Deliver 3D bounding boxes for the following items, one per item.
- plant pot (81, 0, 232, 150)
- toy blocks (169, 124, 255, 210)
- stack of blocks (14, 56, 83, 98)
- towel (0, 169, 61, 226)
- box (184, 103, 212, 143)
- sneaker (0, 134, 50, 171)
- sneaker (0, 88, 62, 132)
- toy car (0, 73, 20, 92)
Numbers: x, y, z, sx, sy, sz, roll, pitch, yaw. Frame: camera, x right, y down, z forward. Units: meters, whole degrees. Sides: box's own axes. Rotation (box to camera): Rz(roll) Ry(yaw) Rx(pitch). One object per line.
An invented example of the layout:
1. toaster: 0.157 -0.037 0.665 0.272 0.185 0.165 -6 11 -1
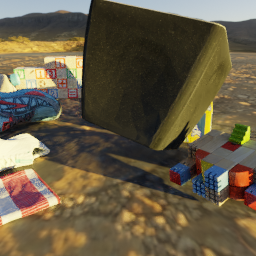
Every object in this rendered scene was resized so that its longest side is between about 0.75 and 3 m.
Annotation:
1. plant pot: 0.448 -0.834 5.661 2.430 2.161 2.436 23 6 22
2. toy blocks: 1.648 0.690 4.664 1.396 1.021 2.043 -26 29 -31
3. stack of blocks: -3.129 -2.092 11.602 2.843 1.637 0.833 -3 18 -8
4. towel: -2.082 1.114 4.293 1.724 0.196 1.242 -13 23 -35
5. box: 1.875 -0.397 7.698 0.813 0.886 2.530 5 19 15
6. sneaker: -2.245 0.551 5.434 0.754 0.641 1.705 20 24 20
7. sneaker: -3.272 -0.317 7.737 2.825 1.120 1.349 1 45 -17
8. toy car: -4.470 -1.214 10.342 1.292 1.239 1.401 -15 -8 -7
